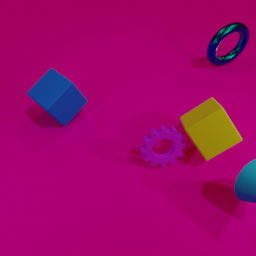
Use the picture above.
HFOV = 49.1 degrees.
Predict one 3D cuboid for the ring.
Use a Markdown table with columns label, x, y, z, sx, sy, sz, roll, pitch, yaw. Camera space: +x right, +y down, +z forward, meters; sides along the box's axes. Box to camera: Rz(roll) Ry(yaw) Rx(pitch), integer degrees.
| label | x | y | z | sx | sy | sz | roll | pitch | yaw |
| --- | --- | --- | --- | --- | --- | --- | --- | --- | --- |
| ring | 3.594 | -2.993 | 10.072 | 1.685 | 1.685 | 0.337 | -16 | 52 | -16 |

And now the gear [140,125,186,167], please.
| label | x | y | z | sx | sy | sz | roll | pitch | yaw |
| --- | --- | --- | --- | --- | --- | --- | --- | --- | --- |
| gear | 0.864 | 0.464 | 6.961 | 1.104 | 1.104 | 0.204 | -6 | 29 | -5 |

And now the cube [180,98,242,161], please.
| label | x | y | z | sx | sy | sz | roll | pitch | yaw |
| --- | --- | --- | --- | --- | --- | --- | --- | --- | --- |
| cube | 2.060 | 0.007 | 7.088 | 1.006 | 1.006 | 1.006 | -33 | 16 | 13 |

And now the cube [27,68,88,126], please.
| label | x | y | z | sx | sy | sz | roll | pitch | yaw |
| --- | --- | --- | --- | --- | --- | --- | --- | --- | --- |
| cube | -2.039 | -0.889 | 8.164 | 1.043 | 1.043 | 1.043 | 35 | 79 | 30 |

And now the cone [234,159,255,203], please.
| label | x | y | z | sx | sy | sz | roll | pitch | yaw |
| --- | --- | --- | --- | --- | --- | --- | --- | --- | --- |
| cone | 2.893 | 1.291 | 5.548 | 1.051 | 1.051 | 1.055 | -17 | 26 | -16 |
